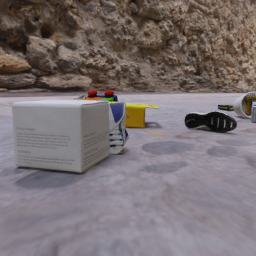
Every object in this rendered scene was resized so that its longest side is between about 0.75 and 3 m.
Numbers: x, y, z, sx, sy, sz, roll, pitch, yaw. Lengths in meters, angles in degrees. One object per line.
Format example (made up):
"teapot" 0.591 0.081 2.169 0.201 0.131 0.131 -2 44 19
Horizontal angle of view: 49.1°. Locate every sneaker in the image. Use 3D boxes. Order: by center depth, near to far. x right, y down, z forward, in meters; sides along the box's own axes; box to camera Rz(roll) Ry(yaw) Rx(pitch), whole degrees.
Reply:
"sneaker" -0.206 -0.009 5.488 0.400 0.989 0.571 2 0 11
"sneaker" 2.388 -0.204 7.983 0.620 0.578 1.564 -1 7 -40

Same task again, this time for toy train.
"toy train" -1.765 -0.978 12.050 2.453 1.038 1.419 4 23 27

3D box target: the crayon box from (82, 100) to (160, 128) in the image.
"crayon box" -0.345 -0.486 9.094 2.633 0.669 1.671 3 8 3

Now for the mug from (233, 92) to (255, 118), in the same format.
"mug" 4.851 -0.811 11.178 1.286 1.030 1.055 30 -2 -3

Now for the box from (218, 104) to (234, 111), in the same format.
"box" 5.418 -1.051 14.363 1.190 0.283 1.149 -2 6 -11

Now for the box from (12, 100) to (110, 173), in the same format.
"box" -1.051 0.058 4.668 1.190 1.024 1.196 3 9 17

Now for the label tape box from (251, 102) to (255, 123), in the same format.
"label tape box" 5.327 -0.534 9.739 1.886 0.623 1.351 2 13 23
